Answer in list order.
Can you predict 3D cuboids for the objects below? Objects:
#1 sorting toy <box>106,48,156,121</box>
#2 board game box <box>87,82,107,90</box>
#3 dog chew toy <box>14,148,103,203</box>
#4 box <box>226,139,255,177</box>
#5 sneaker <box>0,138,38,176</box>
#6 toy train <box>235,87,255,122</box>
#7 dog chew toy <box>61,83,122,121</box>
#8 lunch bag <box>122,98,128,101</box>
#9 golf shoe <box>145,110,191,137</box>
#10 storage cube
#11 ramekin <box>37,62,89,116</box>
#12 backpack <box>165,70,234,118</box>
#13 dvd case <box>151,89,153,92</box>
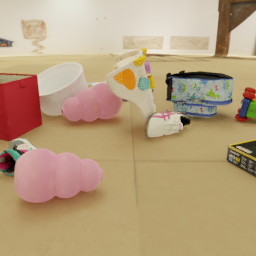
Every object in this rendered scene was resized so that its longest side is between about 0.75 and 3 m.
[{"bbox_3d":[0.456,-1.557,10.769,1.472,2.481,2.756,-20,24,15],"label":"sorting toy"},{"bbox_3d":[-2.096,-1.860,14.884,2.645,0.544,2.638,0,23,24],"label":"board game box"},{"bbox_3d":[-1.553,1.096,6.481,1.955,1.217,1.217,3,18,-15],"label":"dog chew toy"},{"bbox_3d":[4.223,0.949,7.710,1.824,0.564,2.285,-7,20,-23],"label":"box"},{"bbox_3d":[-3.241,0.809,7.906,1.791,0.749,1.081,19,17,41],"label":"sneaker"},{"bbox_3d":[5.975,-1.041,12.620,1.719,1.258,2.971,19,25,20],"label":"toy train"},{"bbox_3d":[-1.564,-1.004,11.946,2.560,1.594,1.594,-18,25,-24],"label":"dog chew toy"},{"bbox_3d":[-0.385,-1.941,16.030,1.463,0.553,1.173,7,18,22],"label":"lunch bag"},{"bbox_3d":[1.491,-0.175,10.470,1.077,0.849,2.339,14,23,34],"label":"golf shoe"},{"bbox_3d":[-4.714,-0.892,10.642,1.996,2.099,2.335,5,19,16],"label":"storage cube"},{"bbox_3d":[-3.160,-1.805,13.124,2.727,1.330,2.727,-13,39,11],"label":"ramekin"},{"bbox_3d":[3.297,-1.551,12.609,2.722,2.001,2.491,6,16,27],"label":"backpack"},{"bbox_3d":[0.470,-2.320,17.610,1.900,0.209,1.387,-16,25,-40],"label":"dvd case"}]
